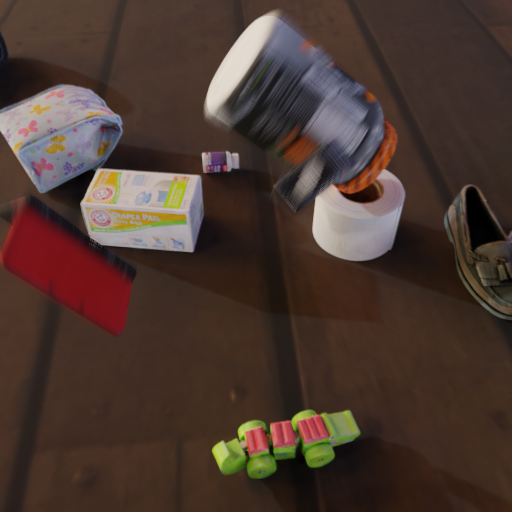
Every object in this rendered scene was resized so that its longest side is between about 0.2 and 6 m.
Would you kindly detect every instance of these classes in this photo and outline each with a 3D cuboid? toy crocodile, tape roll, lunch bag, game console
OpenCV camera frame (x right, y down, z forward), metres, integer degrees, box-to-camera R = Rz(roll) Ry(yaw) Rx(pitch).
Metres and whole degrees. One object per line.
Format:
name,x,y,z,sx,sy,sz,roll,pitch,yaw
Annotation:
toy crocodile,0.376,2.252,6.853,1.831,0.565,0.618,-9,47,-9
tape roll,1.696,-0.759,9.449,1.441,0.990,1.441,0,46,0
lunch bag,-3.707,-2.364,10.837,1.992,1.266,1.689,-33,52,-15
game console,-2.304,0.153,6.518,1.393,1.616,0.959,-5,53,45

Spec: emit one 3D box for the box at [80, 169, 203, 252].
box,-1.891,-0.778,9.510,1.804,0.914,1.015,5,45,5

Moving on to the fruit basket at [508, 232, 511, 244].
fruit basket,5.105,-0.348,9.276,1.488,0.697,1.378,30,53,30

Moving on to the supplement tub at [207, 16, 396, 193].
supplement tub,0.725,-2.102,8.259,2.611,1.600,1.600,30,40,-25

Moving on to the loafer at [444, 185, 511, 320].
loafer,3.673,-0.139,8.996,0.889,0.778,2.474,-5,46,-5

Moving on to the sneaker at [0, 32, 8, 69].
sneaker,-7.012,-4.611,13.128,1.389,1.162,3.060,1,42,14

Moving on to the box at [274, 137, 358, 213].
box,0.782,-1.050,7.188,0.455,0.874,0.796,51,26,-1

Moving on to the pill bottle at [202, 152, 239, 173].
pill bottle,-0.691,-1.827,10.895,0.692,0.386,0.386,-4,46,-4
